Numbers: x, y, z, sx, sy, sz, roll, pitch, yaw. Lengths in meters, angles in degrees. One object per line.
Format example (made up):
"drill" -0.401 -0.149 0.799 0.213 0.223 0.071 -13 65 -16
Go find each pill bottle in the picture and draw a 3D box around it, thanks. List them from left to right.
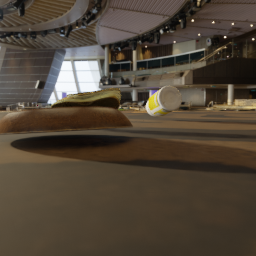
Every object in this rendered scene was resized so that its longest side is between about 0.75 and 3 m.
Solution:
"pill bottle" 1.446 -1.065 11.865 1.028 1.028 1.799 -1 -8 -16

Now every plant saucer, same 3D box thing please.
"plant saucer" -1.070 -0.108 4.767 2.300 0.369 2.300 -4 -1 0

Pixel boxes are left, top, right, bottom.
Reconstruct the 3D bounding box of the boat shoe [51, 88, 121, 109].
"boat shoe" -1.163 -0.718 7.798 1.978 0.721 0.622 -10 42 16
